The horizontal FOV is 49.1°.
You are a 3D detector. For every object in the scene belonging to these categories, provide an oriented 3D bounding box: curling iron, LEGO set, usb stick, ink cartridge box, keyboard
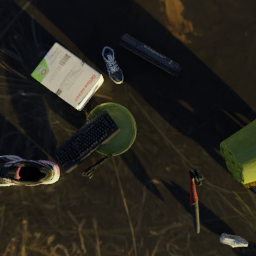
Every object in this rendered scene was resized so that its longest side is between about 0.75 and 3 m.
[{"bbox_3d":[2.218,2.414,9.255,0.299,0.580,2.340,-6,104,-13],"label":"curling iron"},{"bbox_3d":[4.372,2.008,9.635,0.512,0.551,1.343,-16,80,-32],"label":"LEGO set"},{"bbox_3d":[0.766,-2.589,9.872,2.426,0.673,0.396,31,121,3],"label":"usb stick"},{"bbox_3d":[-2.048,-1.736,9.705,1.959,0.823,1.425,36,87,3],"label":"ink cartridge box"},{"bbox_3d":[-1.274,0.704,9.595,2.466,0.254,1.567,-39,84,8],"label":"keyboard"}]

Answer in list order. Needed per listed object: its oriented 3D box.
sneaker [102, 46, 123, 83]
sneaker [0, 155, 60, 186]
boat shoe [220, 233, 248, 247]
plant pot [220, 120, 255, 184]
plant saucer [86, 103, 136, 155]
[{"bbox_3d":[-0.554,-2.223,9.799,0.463,0.716,1.320,-23,86,-2],"label":"sneaker"},{"bbox_3d":[-3.721,1.414,9.307,2.676,1.155,1.075,-4,84,0],"label":"sneaker"},{"bbox_3d":[3.600,3.895,9.572,0.931,0.330,0.325,14,113,-2],"label":"boat shoe"},{"bbox_3d":[4.236,0.648,8.814,2.238,2.357,2.357,-25,86,3],"label":"plant pot"},{"bbox_3d":[-0.581,0.034,9.683,1.814,0.282,1.814,1,94,12],"label":"plant saucer"}]
